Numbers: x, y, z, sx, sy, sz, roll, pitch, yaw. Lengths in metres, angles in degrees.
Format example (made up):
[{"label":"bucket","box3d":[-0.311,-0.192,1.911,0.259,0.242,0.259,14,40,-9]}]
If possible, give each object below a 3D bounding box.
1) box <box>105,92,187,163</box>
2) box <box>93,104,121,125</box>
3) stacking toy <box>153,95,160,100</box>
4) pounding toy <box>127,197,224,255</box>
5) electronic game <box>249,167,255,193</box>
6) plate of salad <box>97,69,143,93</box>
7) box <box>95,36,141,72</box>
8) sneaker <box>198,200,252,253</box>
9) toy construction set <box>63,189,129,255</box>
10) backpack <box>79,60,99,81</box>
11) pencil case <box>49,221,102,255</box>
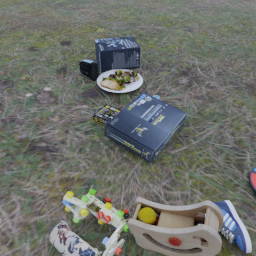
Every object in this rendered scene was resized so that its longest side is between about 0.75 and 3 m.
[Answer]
[{"label":"box","box3d":[0.746,-0.148,11.058,2.179,0.705,2.763,30,48,20]},{"label":"box","box3d":[-0.727,-0.495,11.966,1.250,0.308,0.998,22,43,24]},{"label":"stacking toy","box3d":[1.309,-1.206,12.796,0.723,0.338,0.799,24,46,27]},{"label":"pounding toy","box3d":[1.379,2.822,6.876,2.939,1.680,1.686,12,41,14]},{"label":"electronic game","box3d":[4.846,1.826,9.110,1.739,0.362,1.739,0,40,0]},{"label":"plate of salad","box3d":[-0.411,-2.519,14.209,2.344,0.563,2.344,0,39,0]},{"label":"box","box3d":[-0.595,-4.168,15.677,2.284,1.223,1.696,-9,40,-11]},{"label":"sneaker","box3d":[2.567,2.807,7.812,1.151,0.633,1.572,-14,46,-1]},{"label":"toy construction set","box3d":[-0.742,2.459,7.629,2.085,0.960,1.367,42,13,23]},{"label":"backpack","box3d":[-2.058,-3.137,14.744,1.219,0.994,0.937,17,34,29]},{"label":"pencil case","box3d":[-1.401,3.110,7.346,1.564,0.608,0.699,28,65,30]}]
